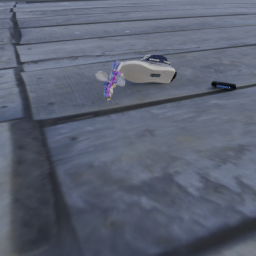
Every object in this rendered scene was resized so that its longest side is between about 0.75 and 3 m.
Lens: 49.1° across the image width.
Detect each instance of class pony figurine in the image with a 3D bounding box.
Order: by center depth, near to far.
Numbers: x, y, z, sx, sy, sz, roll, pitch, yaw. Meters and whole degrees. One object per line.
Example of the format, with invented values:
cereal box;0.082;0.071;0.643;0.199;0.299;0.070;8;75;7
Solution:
pony figurine;-0.434;-1.453;8.219;0.891;1.032;1.070;16;61;7

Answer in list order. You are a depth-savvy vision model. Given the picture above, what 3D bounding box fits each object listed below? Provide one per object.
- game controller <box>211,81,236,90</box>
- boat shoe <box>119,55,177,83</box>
game controller;3.161;-1.392;9.250;0.804;0.419;0.169;13;78;20
boat shoe;0.590;-2.100;9.624;2.079;0.776;0.964;5;45;-24
